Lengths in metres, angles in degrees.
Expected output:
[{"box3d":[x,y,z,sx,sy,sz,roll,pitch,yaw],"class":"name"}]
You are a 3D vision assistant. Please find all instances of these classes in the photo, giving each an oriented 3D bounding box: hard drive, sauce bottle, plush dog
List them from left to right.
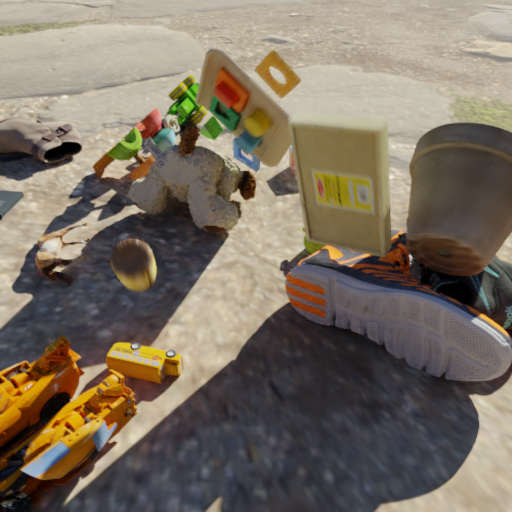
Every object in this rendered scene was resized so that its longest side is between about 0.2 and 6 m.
[{"box3d":[-5.544,-1.118,12.039,0.687,0.162,0.984,5,36,7],"class":"hard drive"},{"box3d":[-1.554,0.186,7.240,0.521,1.578,0.521,2,76,-9],"class":"sauce bottle"},{"box3d":[-1.144,-1.680,11.722,2.440,1.958,2.096,15,13,18],"class":"plush dog"}]

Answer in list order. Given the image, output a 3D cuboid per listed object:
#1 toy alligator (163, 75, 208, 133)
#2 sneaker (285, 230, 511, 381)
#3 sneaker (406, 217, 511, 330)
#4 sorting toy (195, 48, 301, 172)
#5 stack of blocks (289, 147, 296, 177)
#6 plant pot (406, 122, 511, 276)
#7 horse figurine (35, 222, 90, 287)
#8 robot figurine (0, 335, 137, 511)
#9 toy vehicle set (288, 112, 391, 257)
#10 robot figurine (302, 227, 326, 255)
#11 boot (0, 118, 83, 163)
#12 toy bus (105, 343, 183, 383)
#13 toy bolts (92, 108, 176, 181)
[{"box3d":[-2.083,-4.062,15.596,0.980,1.072,3.614,-30,22,32],"class":"toy alligator"},{"box3d":[2.373,0.483,8.744,3.551,1.377,1.989,24,43,29],"class":"sneaker"},{"box3d":[3.295,0.070,9.457,1.248,1.187,3.149,-9,36,-15],"class":"sneaker"},{"box3d":[-0.287,-2.689,10.809,2.174,3.860,0.526,40,71,0],"class":"sorting toy"},{"box3d":[1.784,-2.242,13.304,1.804,0.528,1.039,-9,36,-12],"class":"stack of blocks"},{"box3d":[3.113,-0.726,8.515,2.001,2.001,1.736,19,69,24],"class":"plant pot"},{"box3d":[-3.644,-0.060,10.300,1.072,0.404,1.617,-13,41,2],"class":"horse figurine"},{"box3d":[-3.082,2.302,6.572,2.246,0.902,3.098,22,41,31],"class":"robot figurine"},{"box3d":[1.244,-0.990,8.077,1.331,2.143,0.284,14,46,29],"class":"toy vehicle set"},{"box3d":[1.231,-0.336,10.641,0.756,0.499,0.862,46,47,7],"class":"robot figurine"},{"box3d":[-5.559,-2.790,13.904,2.320,0.815,1.696,-28,49,-27],"class":"boot"},{"box3d":[-1.604,1.551,8.118,1.050,0.342,0.411,10,36,13],"class":"toy bus"},{"box3d":[-2.636,-2.290,13.226,1.886,1.369,1.974,-24,26,45],"class":"toy bolts"}]
